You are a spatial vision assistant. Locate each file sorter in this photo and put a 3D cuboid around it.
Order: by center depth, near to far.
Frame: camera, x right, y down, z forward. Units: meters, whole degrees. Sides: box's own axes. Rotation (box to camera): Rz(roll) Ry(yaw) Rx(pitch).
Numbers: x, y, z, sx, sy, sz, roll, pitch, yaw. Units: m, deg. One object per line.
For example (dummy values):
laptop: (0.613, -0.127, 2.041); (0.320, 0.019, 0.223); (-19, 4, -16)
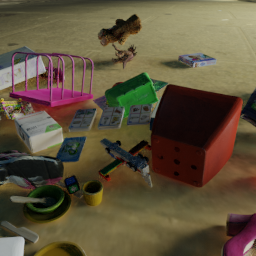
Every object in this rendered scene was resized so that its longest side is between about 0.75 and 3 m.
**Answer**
file sorter: (-2.369, -1.678, 9.121); (1.617, 1.460, 2.327); (13, 17, 22)

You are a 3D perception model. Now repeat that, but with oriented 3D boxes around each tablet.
tablet: (-1.932, 2.161, 3.624); (1.005, 0.105, 1.544); (-1, 39, -13)

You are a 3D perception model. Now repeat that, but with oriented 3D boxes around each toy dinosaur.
toy dinosaur: (-0.056, -3.497, 13.542); (1.333, 0.844, 1.966); (0, 35, -13)

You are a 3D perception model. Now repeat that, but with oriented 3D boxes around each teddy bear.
teddy bear: (-0.323, -3.811, 11.166); (1.862, 0.622, 1.350); (-35, 47, -8)

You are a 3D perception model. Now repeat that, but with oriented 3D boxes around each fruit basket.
fruit basket: (0.004, -1.053, 9.041); (2.074, 1.050, 2.239); (-27, 17, -10)

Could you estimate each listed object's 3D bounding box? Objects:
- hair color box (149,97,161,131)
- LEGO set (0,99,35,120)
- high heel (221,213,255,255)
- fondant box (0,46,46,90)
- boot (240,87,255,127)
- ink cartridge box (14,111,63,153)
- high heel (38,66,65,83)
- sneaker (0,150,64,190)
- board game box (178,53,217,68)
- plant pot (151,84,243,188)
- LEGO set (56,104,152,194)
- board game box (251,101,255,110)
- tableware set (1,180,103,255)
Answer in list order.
hair color box: (1.193, -0.420, 8.473); (0.779, 0.471, 1.558); (9, 31, 15)
LEGO set: (-3.555, -0.250, 7.927); (1.911, 0.879, 0.711); (-24, 60, -31)
high heel: (1.914, 1.971, 4.156); (0.961, 0.675, 2.003); (2, 15, 24)
fondant box: (-4.838, -2.314, 11.066); (2.575, 0.750, 1.858); (-30, 40, -23)
boot: (4.448, -0.135, 7.779); (2.510, 0.913, 1.134); (34, 83, 18)
ink cartridge box: (-2.419, 0.071, 7.581); (0.885, 0.511, 1.216); (-20, 35, -31)
high heel: (-3.203, -2.126, 11.391); (0.891, 0.625, 1.854); (-20, 27, -25)
sneaker: (-2.384, 0.778, 6.107); (1.976, 0.794, 0.853); (0, 28, -1)
board game box: (3.387, -3.352, 13.759); (1.326, 0.273, 1.323); (-13, 32, -21)
plant pot: (1.373, 0.270, 6.251); (1.732, 1.730, 1.526); (15, 44, 25)
LEGO set: (-0.510, 0.467, 6.794); (2.195, 0.721, 2.938); (-4, 35, 10)
board game box: (4.533, -0.428, 7.203); (1.428, 0.309, 2.123); (-45, 70, -8)
tableware set: (-1.445, 1.796, 4.670); (1.968, 0.448, 2.921); (16, 33, 24)
